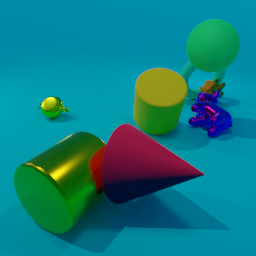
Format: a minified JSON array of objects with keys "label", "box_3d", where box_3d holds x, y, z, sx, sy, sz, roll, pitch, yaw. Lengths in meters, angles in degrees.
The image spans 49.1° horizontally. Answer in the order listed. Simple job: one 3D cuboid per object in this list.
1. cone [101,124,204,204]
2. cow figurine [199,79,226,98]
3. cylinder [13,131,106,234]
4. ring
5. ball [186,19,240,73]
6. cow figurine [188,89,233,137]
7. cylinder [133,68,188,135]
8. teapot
[{"label":"cone","box_3d":[0.539,0.660,4.557,1.403,1.398,1.398,4,26,29]},{"label":"cow figurine","box_3d":[2.706,-1.188,9.014,0.914,0.929,0.510,-36,51,-19]},{"label":"cylinder","box_3d":[-0.998,0.862,4.703,1.257,1.257,1.257,16,32,29]},{"label":"ring","box_3d":[2.428,-1.686,9.215,1.731,1.731,0.346,-9,45,-18]},{"label":"ball","box_3d":[2.129,-2.060,7.071,1.295,1.295,1.295,0,27,0]},{"label":"cow figurine","box_3d":[2.388,-0.454,7.839,1.499,0.836,1.524,-19,39,-31]},{"label":"cylinder","box_3d":[0.791,-0.664,7.210,1.258,1.258,1.258,1,57,-1]},{"label":"teapot","box_3d":[-2.254,-0.586,8.308,1.102,0.540,0.685,6,67,11]}]
